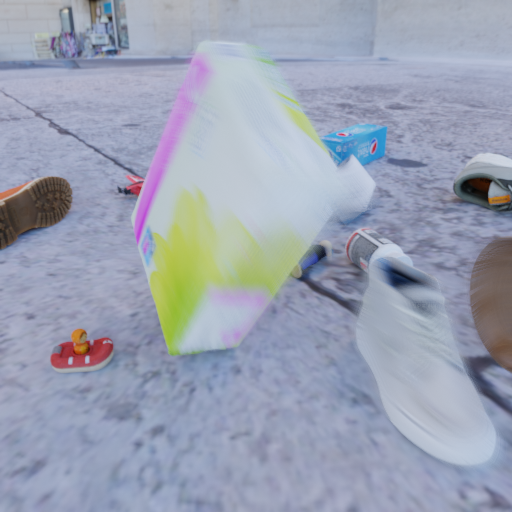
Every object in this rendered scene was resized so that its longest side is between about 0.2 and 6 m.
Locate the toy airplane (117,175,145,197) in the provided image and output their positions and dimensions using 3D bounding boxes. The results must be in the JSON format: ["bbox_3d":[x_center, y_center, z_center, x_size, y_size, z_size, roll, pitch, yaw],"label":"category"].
[{"bbox_3d":[-2.255,-1.650,13.213,2.101,0.387,2.101,-2,20,1],"label":"toy airplane"}]

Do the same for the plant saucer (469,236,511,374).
[{"bbox_3d":[3.081,0.576,6.398,0.302,1.649,1.649,-7,26,-16],"label":"plant saucer"}]

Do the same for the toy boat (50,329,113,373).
[{"bbox_3d":[-2.181,1.137,6.999,0.766,0.501,0.500,-3,25,-7],"label":"toy boat"}]

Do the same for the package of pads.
[{"bbox_3d":[-0.456,-0.544,6.764,1.089,3.192,2.466,0,49,-31],"label":"package of pads"}]

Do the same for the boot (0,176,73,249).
[{"bbox_3d":[-4.899,-0.958,11.093,1.424,0.996,2.656,7,26,27],"label":"boot"}]

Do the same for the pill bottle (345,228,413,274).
[{"bbox_3d":[2.022,0.020,9.260,0.653,0.653,1.126,-10,27,-21],"label":"pill bottle"}]

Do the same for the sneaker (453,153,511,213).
[{"bbox_3d":[5.769,-1.312,11.730,1.338,1.247,3.374,-32,33,-35],"label":"sneaker"}]

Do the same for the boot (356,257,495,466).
[{"bbox_3d":[1.829,0.990,6.379,0.984,1.279,2.676,-6,25,-12],"label":"boot"}]

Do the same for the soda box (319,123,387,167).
[{"bbox_3d":[2.656,-3.001,15.531,0.849,0.898,2.647,18,30,34],"label":"soda box"}]

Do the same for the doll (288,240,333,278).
[{"bbox_3d":[0.902,-0.003,9.638,0.844,0.300,1.237,4,23,41],"label":"doll"}]

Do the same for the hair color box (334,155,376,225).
[{"bbox_3d":[1.988,-1.454,12.012,0.556,0.918,1.836,-37,8,29],"label":"hair color box"}]
